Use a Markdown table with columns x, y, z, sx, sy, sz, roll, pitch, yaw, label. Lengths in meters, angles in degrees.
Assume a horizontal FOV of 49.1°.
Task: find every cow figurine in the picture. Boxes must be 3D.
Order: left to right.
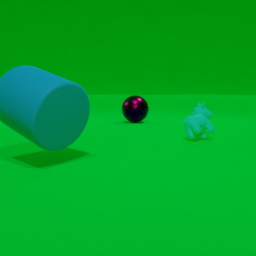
| x | y | z | sx | sy | sz | roll | pitch | yaw | label |
| --- | --- | --- | --- | --- | --- | --- | --- | --- | --- |
| 1.660 | -0.193 | 6.722 | 0.958 | 0.942 | 0.526 | 1 | -37 | -34 | cow figurine |

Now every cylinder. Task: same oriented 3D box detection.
| x | y | z | sx | sy | sz | roll | pitch | yaw | label |
| --- | --- | --- | --- | --- | --- | --- | --- | --- | --- |
| -1.344 | -0.330 | 4.394 | 1.079 | 1.079 | 1.079 | 25 | 20 | 33 | cylinder |

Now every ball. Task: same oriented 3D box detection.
| x | y | z | sx | sy | sz | roll | pitch | yaw | label |
| --- | --- | --- | --- | --- | --- | --- | --- | --- | --- |
| 0.264 | -0.695 | 10.212 | 0.996 | 0.996 | 0.996 | 0 | 7 | 0 | ball |
